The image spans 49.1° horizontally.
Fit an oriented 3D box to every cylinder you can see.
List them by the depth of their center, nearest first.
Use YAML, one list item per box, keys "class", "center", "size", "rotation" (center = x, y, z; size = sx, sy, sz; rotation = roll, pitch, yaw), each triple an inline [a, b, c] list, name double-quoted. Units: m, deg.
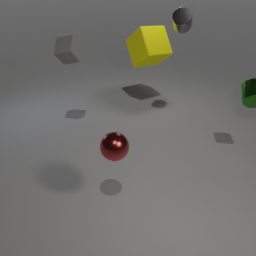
- class: "cylinder"
  center: [4.037, -1.114, 9.012]
  size: [0.700, 0.700, 0.700]
  rotation: [5, 61, 9]
- class: "cylinder"
  center: [1.979, -3.905, 10.168]
  size: [0.700, 0.700, 0.700]
  rotation: [7, -2, 13]

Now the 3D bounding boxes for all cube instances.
- class: "cube"
  center: [-2.129, -2.784, 10.004]
  size: [0.700, 0.700, 0.700]
  rotation: [-4, 70, 19]
- class: "cube"
  center: [0.967, -3.774, 13.051]
  size: [1.400, 1.400, 1.400]
  rotation: [-15, -4, -31]

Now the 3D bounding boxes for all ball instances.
- class: "ball"
  center: [-0.319, 0.442, 6.660]
  size: [0.700, 0.700, 0.700]
  rotation: [0, 29, 0]
